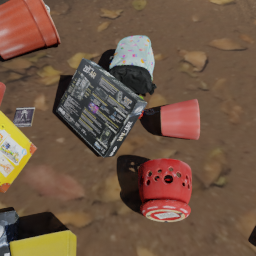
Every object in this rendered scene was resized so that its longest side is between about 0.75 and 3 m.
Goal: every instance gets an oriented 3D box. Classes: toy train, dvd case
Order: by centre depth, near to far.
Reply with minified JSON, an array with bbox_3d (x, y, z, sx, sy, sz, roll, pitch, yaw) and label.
[{"bbox_3d":[0.384,-0.713,8.842,1.276,0.738,0.540,-6,52,-4],"label":"toy train"},{"bbox_3d":[-3.344,-0.358,8.992,0.596,0.064,0.802,-3,51,-2],"label":"dvd case"}]

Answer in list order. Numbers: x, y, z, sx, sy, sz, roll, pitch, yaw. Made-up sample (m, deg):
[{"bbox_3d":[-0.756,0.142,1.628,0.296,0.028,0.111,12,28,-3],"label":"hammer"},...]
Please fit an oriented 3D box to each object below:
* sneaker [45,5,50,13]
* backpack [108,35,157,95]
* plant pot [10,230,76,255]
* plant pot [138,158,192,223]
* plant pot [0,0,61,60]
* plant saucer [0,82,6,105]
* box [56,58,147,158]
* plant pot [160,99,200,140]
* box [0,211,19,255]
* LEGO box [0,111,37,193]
[{"bbox_3d":[-4.429,-5.267,12.659,1.831,0.718,0.823,-2,31,-5],"label":"sneaker"},{"bbox_3d":[0.216,-2.192,9.654,1.754,1.331,2.102,7,49,9],"label":"backpack"},{"bbox_3d":[-1.675,2.847,5.818,1.181,1.181,1.042,-9,64,-7],"label":"plant pot"},{"bbox_3d":[0.875,1.520,6.711,1.317,1.317,1.199,3,55,3],"label":"plant pot"},{"bbox_3d":[-4.065,-3.778,10.515,2.203,2.265,2.265,-28,56,-11],"label":"plant pot"},{"bbox_3d":[-4.940,-0.327,6.989,2.979,0.547,2.974,19,73,-30],"label":"plant saucer"},{"bbox_3d":[-0.863,-0.608,8.095,2.365,1.895,0.515,40,19,26],"label":"box"},{"bbox_3d":[1.503,-0.222,8.233,1.065,1.204,1.204,-3,51,7],"label":"plant pot"},{"bbox_3d":[-3.171,2.757,6.336,1.232,0.335,1.538,-7,52,-6],"label":"box"},{"bbox_3d":[-3.518,0.444,7.050,0.765,1.983,1.476,-4,44,35],"label":"LEGO box"}]
